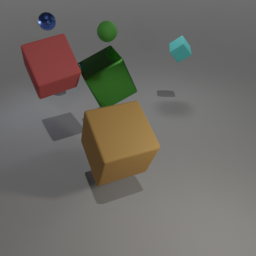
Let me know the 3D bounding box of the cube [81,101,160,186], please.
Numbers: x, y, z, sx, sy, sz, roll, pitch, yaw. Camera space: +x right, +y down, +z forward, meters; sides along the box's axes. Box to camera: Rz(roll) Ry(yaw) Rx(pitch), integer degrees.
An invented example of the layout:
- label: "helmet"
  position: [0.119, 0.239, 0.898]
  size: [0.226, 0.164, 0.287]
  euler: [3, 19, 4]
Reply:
- label: "cube"
  position: [-0.261, 0.381, 6.932]
  size: [1.400, 1.400, 1.400]
  euler: [-13, 62, -21]

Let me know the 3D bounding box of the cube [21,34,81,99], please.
- label: "cube"
  position: [-2.503, -1.971, 9.151]
  size: [1.400, 1.400, 1.400]
  euler: [-23, -4, -19]

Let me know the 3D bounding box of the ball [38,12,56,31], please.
- label: "ball"
  position: [-3.277, -4.311, 11.331]
  size: [0.700, 0.700, 0.700]
  euler: [0, 31, 0]

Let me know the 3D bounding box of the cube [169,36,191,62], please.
- label: "cube"
  position: [2.319, -3.503, 12.451]
  size: [0.700, 0.700, 0.700]
  euler: [-26, 40, 30]

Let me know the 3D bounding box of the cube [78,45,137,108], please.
- label: "cube"
  position: [-0.735, -1.749, 9.744]
  size: [1.400, 1.400, 1.400]
  euler: [-29, 40, -1]

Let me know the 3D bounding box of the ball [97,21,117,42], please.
- label: "ball"
  position: [-0.717, -3.326, 9.656]
  size: [0.700, 0.700, 0.700]
  euler: [0, 31, 0]
